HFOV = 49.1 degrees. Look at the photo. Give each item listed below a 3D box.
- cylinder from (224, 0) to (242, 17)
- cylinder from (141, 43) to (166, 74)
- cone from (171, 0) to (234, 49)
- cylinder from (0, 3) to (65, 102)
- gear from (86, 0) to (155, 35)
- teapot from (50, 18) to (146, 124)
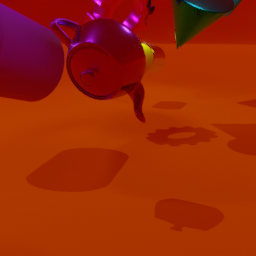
[{"bbox_3d":[2.954,-4.268,8.443,1.289,1.289,1.289,-50,39,-16],"label":"cylinder"},{"bbox_3d":[0.637,-2.248,9.127,0.920,0.920,0.920,10,15,28],"label":"cylinder"},{"bbox_3d":[1.370,-2.367,6.327,1.429,1.435,1.429,8,51,-11],"label":"cone"},{"bbox_3d":[-1.909,-1.140,4.360,1.322,1.322,1.322,9,2,25],"label":"cylinder"},{"bbox_3d":[-0.114,-2.330,5.678,1.581,1.581,0.292,-19,57,-45],"label":"gear"},{"bbox_3d":[-0.240,-0.630,2.945,0.863,1.388,0.680,-38,13,42],"label":"teapot"}]
